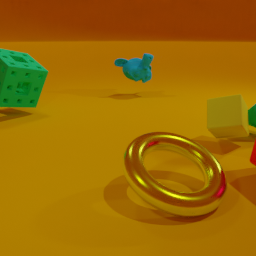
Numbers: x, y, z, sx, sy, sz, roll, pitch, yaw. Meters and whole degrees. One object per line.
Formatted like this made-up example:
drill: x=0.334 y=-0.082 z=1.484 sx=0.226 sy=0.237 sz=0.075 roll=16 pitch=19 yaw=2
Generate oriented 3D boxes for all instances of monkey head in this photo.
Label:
monkey head: x=0.424 y=-2.425 z=10.888 sx=1.775 sy=1.277 sz=1.070 roll=5 pitch=34 yaw=-33

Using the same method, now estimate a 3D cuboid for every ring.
ring: x=0.723 y=0.640 z=4.350 sx=1.658 sy=0.332 sz=1.658 roll=10 pitch=36 yaw=-8

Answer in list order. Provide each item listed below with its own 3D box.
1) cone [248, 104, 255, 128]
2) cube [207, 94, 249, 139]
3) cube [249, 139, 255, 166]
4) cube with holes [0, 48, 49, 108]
cone: x=3.470 y=-0.131 z=6.712 sx=1.151 sy=1.151 sz=1.155 roll=-22 pitch=69 yaw=-48
cube: x=2.227 y=-0.232 z=6.246 sx=0.731 sy=0.731 sz=0.731 roll=-7 pitch=-23 yaw=32
cube: x=3.072 y=0.229 z=4.468 sx=1.345 sy=1.345 sz=1.345 roll=4 pitch=17 yaw=-17
cube with holes: x=-3.431 y=-1.480 z=8.368 sx=1.268 sy=1.268 sz=1.268 roll=39 pitch=25 yaw=29
